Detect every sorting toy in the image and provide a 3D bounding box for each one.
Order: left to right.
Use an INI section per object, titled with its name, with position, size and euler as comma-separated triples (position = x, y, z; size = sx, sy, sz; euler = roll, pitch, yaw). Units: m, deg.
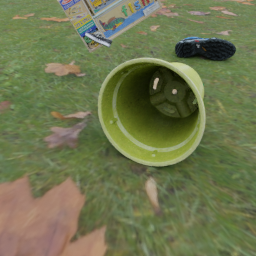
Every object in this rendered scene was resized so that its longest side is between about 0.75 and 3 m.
[sorting toy]
position = 1.179, -1.447, 9.774
size = 2.670, 0.452, 1.287
euler = 21, 41, 26

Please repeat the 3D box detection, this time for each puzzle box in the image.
[puzzle box]
position = -0.439, -3.412, 7.663
size = 2.494, 1.659, 0.317
euler = -32, 37, 2

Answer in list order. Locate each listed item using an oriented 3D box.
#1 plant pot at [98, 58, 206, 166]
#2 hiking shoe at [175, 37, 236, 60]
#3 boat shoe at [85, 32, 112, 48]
[plant pot]
position = 0.918, -0.676, 7.301
size = 2.578, 2.578, 2.370
euler = 15, 26, 20
[hiking shoe]
position = 3.447, -3.692, 12.491
size = 2.612, 0.972, 1.132
euler = 9, 37, 12
[boat shoe]
position = -0.787, -2.446, 7.591
size = 0.751, 0.257, 0.277
euler = 25, 5, 7
